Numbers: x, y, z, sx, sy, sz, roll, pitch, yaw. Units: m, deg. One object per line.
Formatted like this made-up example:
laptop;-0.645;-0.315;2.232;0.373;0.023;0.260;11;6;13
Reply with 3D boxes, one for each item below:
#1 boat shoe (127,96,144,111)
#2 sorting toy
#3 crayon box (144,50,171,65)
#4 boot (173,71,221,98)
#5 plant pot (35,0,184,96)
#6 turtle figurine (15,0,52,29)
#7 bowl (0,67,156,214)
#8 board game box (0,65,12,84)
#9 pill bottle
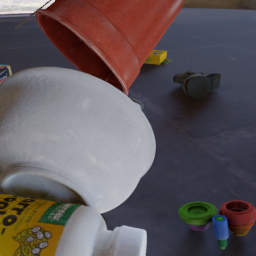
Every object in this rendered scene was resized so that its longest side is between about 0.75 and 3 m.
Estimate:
boat shoe;-0.225;-0.759;8.664;1.534;0.553;0.544;24;25;21
sorting toy;1.425;1.513;4.407;1.197;0.492;0.720;-7;11;12
crayon box;1.178;-3.565;13.972;1.810;0.460;1.149;11;30;19
boot;2.235;-1.642;10.184;1.485;0.770;2.273;17;25;39
plant pot;-0.222;-2.385;6.098;2.431;2.499;2.499;-50;44;-7
turtle figurine;-0.941;-3.378;7.830;2.865;2.126;2.955;-26;27;40
bowl;-0.991;0.565;4.141;2.698;2.698;1.213;6;45;10
board game box;-6.007;-1.530;9.688;2.997;0.850;2.477;5;30;10
pill bottle;-1.046;1.539;3.271;2.414;1.362;1.362;5;28;10
